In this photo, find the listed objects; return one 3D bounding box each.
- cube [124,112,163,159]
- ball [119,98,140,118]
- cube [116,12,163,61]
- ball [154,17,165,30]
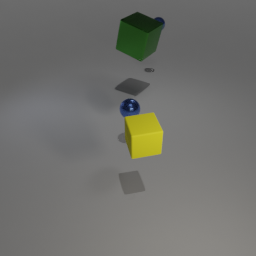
[{"bbox_3d":[0.336,0.168,6.315,0.700,0.700,0.700,-9,42,-9],"label":"cube"},{"bbox_3d":[0.065,-0.640,9.351,0.700,0.700,0.700,0,33,0],"label":"ball"},{"bbox_3d":[0.490,-4.027,12.301,1.400,1.400,1.400,30,45,16],"label":"cube"},{"bbox_3d":[1.551,-5.314,14.340,0.700,0.700,0.700,0,33,0],"label":"ball"}]
